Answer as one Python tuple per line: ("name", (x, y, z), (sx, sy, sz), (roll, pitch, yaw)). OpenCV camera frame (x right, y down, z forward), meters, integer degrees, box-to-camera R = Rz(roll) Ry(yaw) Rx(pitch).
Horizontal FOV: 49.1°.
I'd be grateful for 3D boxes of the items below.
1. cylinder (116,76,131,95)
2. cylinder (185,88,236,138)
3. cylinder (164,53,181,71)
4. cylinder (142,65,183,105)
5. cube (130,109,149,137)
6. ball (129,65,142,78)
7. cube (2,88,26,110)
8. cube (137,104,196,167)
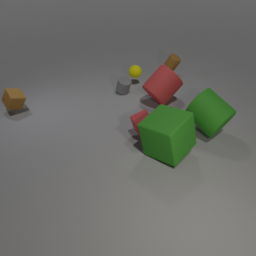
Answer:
("cylinder", (-0.231, -2.205, 14.533), (0.700, 0.700, 0.700), (8, 48, -9))
("cylinder", (3.180, -0.590, 10.878), (1.400, 1.400, 1.400), (-30, 68, -38))
("cylinder", (2.493, -3.685, 15.670), (0.700, 0.700, 0.700), (21, 40, -18))
("cylinder", (1.633, -2.023, 13.277), (1.400, 1.400, 1.400), (-48, 42, 3))
("cube", (0.586, -0.165, 10.869), (0.700, 0.700, 0.700), (-27, 45, -6))
("ball", (0.394, -3.104, 15.414), (0.700, 0.700, 0.700), (0, 32, 0))
("cube", (-5.108, -1.294, 12.519), (0.700, 0.700, 0.700), (-7, 51, -47))
("cube", (1.393, 0.223, 9.805), (1.400, 1.400, 1.400), (20, 48, 39))
